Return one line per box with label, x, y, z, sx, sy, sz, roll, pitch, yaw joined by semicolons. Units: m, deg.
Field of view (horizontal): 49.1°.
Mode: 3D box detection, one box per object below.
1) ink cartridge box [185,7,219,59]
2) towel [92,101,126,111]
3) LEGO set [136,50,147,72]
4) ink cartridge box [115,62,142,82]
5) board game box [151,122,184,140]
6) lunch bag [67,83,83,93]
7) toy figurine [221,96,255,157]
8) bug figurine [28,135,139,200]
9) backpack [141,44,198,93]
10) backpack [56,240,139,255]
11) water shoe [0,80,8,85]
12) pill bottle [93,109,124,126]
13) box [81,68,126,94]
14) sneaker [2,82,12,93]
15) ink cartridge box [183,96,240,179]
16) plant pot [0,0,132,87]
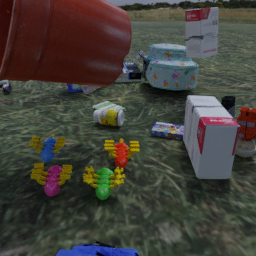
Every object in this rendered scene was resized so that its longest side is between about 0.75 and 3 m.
ink cartridge box;2.780;-3.571;10.538;1.255;1.710;0.709;-23;27;-40
towel;-0.745;-0.752;10.759;0.853;0.131;1.119;-24;35;-39
LEGO set;1.019;-3.443;15.540;0.832;0.895;2.182;50;15;16
ink cartridge box;-0.174;-3.137;15.261;1.405;0.554;2.826;-5;25;-8
board game box;1.320;0.077;8.951;1.045;0.180;0.708;9;27;18
lunch bag;-1.899;-3.096;13.109;1.732;2.311;2.718;14;29;30
toy figurine;3.712;-0.100;8.100;2.021;1.406;1.990;-5;21;-7
bug figurine;-1.098;0.857;6.758;2.702;0.695;2.095;4;32;0
backpack;1.942;-2.715;12.705;2.367;2.064;2.692;2;30;-9
backpack;-0.171;2.135;3.430;1.554;1.262;1.304;5;24;11
water shoe;-6.638;-2.664;13.894;0.762;0.841;2.130;-22;33;-38
pill bottle;-0.652;-0.367;9.465;0.962;0.541;0.541;6;26;15
box;-0.703;-1.389;8.058;1.363;0.264;0.282;-25;1;17
sneaker;-5.547;-1.768;12.748;0.391;0.334;0.953;-27;31;-6
ink cartridge box;2.055;0.152;7.298;0.837;1.458;2.008;0;26;1
plant pot;-1.521;-2.146;6.513;2.631;2.705;2.705;7;19;-32
